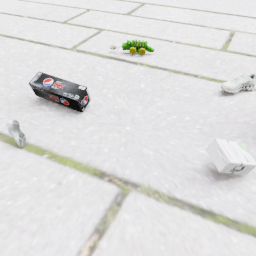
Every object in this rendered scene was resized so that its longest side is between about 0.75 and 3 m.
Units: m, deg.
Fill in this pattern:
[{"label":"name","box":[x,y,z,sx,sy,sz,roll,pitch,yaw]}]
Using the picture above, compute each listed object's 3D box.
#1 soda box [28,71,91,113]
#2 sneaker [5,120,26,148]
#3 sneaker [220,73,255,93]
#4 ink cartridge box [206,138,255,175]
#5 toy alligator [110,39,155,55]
[{"label":"soda box","box":[-2.070,-1.115,8.580,1.820,0.644,0.576,21,63,17]},{"label":"sneaker","box":[-2.878,0.144,7.202,0.311,0.776,0.273,-4,23,25]},{"label":"sneaker","box":[3.685,-1.517,9.280,1.396,0.566,0.525,-11,42,-20]},{"label":"ink cartridge box","box":[2.334,0.658,6.350,0.948,0.398,0.689,10,41,-31]},{"label":"toy alligator","box":[0.159,-3.418,11.522,1.897,0.515,0.563,7,51,5]}]
